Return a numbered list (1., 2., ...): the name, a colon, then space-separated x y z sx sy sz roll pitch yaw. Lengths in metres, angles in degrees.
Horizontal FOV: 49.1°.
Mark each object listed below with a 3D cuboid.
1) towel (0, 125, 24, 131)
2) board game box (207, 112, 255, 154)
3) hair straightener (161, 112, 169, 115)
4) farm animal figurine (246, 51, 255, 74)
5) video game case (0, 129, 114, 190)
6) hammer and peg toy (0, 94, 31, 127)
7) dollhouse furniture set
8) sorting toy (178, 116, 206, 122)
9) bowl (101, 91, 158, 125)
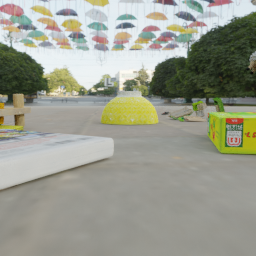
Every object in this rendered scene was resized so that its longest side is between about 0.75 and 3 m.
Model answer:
1. towel: -3.186 0.025 6.469 1.418 0.128 0.610 3 11 16
2. board game box: 1.871 0.015 4.461 1.024 0.480 2.015 1 5 11
3. hair straightener: 2.003 -0.778 14.790 0.298 0.158 0.774 3 6 31
4. farm animal figurine: 4.461 -1.287 6.990 1.173 2.249 2.224 -45 13 -14
5. video game case: -1.617 0.280 2.888 2.068 0.261 2.270 3 7 31
6. hammer and peg toy: -3.864 -0.369 6.676 2.450 0.864 1.802 1 7 13
7. dollhouse furniture set: 2.666 -0.486 10.890 2.048 0.791 1.024 -19 13 0
8. sorting toy: 2.177 -0.306 9.790 0.948 0.140 0.701 3 10 -1
9. bowl: 0.044 -0.661 8.992 1.869 1.006 1.869 -1 5 0
